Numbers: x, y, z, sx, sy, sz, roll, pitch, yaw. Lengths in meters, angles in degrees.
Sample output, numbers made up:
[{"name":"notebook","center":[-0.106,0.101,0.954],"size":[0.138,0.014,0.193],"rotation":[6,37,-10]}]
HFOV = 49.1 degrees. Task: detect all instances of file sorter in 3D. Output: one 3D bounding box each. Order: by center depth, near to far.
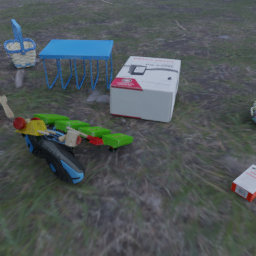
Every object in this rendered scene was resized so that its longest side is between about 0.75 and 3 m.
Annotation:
[{"name":"file sorter","center":[-1.933,-2.515,11.264],"size":[2.557,1.569,1.774],"rotation":[2,34,2]}]

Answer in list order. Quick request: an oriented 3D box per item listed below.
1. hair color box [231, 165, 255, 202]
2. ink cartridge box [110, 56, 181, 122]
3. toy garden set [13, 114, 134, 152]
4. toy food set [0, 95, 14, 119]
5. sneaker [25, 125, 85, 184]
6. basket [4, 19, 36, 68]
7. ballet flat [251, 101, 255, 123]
[{"name":"hair color box","center":[2.989,1.313,6.767],"size":[0.942,0.301,0.522],"rotation":[-27,42,-31]},{"name":"ink cartridge box","center":[0.718,-1.538,10.142],"size":[2.077,1.192,2.859],"rotation":[8,35,11]},{"name":"toy garden set","center":[-1.493,0.211,7.628],"size":[2.685,0.536,2.238],"rotation":[16,8,19]},{"name":"toy food set","center":[-5.054,-0.314,9.123],"size":[2.403,0.482,1.659],"rotation":[-16,44,-31]},{"name":"sneaker","center":[-1.779,0.539,7.373],"size":[1.000,0.894,2.441],"rotation":[-27,42,-34]},{"name":"basket","center":[-4.977,-3.847,12.873],"size":[1.349,1.939,1.710],"rotation":[-12,34,-23]},{"name":"ballet flat","center":[4.529,-0.697,9.453],"size":[0.665,0.665,1.849],"rotation":[20,38,26]}]
